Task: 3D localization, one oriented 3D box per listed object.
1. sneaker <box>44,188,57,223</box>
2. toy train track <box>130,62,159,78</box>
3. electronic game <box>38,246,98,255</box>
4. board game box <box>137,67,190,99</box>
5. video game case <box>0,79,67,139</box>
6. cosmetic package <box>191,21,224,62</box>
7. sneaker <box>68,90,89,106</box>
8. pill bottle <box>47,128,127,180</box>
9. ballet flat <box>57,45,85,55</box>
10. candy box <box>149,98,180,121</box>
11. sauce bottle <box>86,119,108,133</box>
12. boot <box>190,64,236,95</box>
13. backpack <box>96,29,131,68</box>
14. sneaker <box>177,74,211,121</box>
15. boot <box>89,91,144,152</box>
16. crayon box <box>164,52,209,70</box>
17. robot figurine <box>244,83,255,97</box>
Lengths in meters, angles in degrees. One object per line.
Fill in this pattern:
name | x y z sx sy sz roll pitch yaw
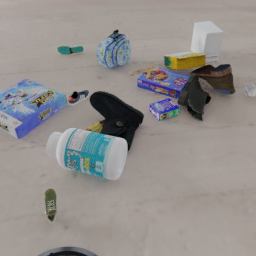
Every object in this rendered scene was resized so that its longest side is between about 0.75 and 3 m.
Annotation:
sneaker | -2.123 2.211 7.804 0.346 1.033 0.464 -6 34 -28
toy train track | 0.817 -2.702 13.598 1.627 0.265 0.933 0 62 36
electronic game | -1.466 3.886 6.341 2.526 0.526 2.526 5 35 -4
board game box | 1.741 -2.213 13.425 2.176 0.487 1.463 20 45 22
video game case | -4.449 -0.959 11.882 2.497 0.626 2.755 24 46 24
cosmetic package | 4.326 -4.798 15.515 1.019 1.658 1.653 -8 41 -10
sneaker | -2.193 -1.495 12.589 0.451 0.509 1.204 23 46 25
pill bottle | -1.369 0.791 9.287 2.500 1.385 1.385 11 42 13
ballet flat | -3.279 -4.464 16.126 1.555 0.558 0.558 -2 41 -7
candy box | 1.546 -0.792 11.867 1.012 0.390 0.856 -18 43 -18
sauce bottle | -1.178 -0.035 10.981 0.416 0.416 1.260 23 36 24
boot | 3.961 -2.245 13.294 1.002 1.300 2.683 -32 20 -12
backpack | -0.724 -3.980 14.643 1.281 1.595 1.743 31 56 29
sneaker | 3.063 -1.418 12.365 1.326 0.764 2.543 20 48 20
boot | -0.721 -0.268 10.626 2.425 0.926 2.038 27 43 4
crayon box | 2.868 -3.385 14.046 1.486 0.610 2.363 -10 19 -7
robot figurine | 5.711 -1.757 12.933 0.669 0.446 0.789 -32 35 23
